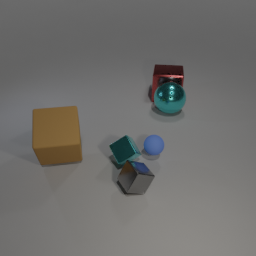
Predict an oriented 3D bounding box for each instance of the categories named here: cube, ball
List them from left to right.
[{"bbox_3d":[-2.288,0.262,9.207,1.400,1.400,1.400,-5,62,-9],"label":"cube"},{"bbox_3d":[-0.084,0.742,9.295,0.700,0.700,0.700,-32,72,9],"label":"cube"},{"bbox_3d":[0.231,1.473,8.381,0.700,0.700,0.700,16,20,-38],"label":"cube"},{"bbox_3d":[0.879,0.576,9.490,0.700,0.700,0.700,0,33,0],"label":"ball"},{"bbox_3d":[1.902,-2.131,13.461,1.400,1.400,1.400,4,33,7],"label":"cube"},{"bbox_3d":[1.832,-1.315,12.242,1.400,1.400,1.400,0,33,0],"label":"ball"}]
